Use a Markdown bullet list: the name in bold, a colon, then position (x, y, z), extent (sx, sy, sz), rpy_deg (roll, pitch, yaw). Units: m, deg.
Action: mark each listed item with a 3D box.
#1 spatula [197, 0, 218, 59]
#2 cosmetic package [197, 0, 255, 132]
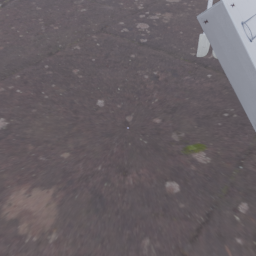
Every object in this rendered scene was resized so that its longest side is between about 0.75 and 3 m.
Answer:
- **spatula**: position (2.342, -2.531, 7.042), extent (1.108, 1.594, 0.128), rpy_deg (5, 10, -11)
- **cosmetic package**: position (2.601, -1.323, 5.082), extent (1.936, 2.568, 0.664), rpy_deg (-36, 11, -25)
